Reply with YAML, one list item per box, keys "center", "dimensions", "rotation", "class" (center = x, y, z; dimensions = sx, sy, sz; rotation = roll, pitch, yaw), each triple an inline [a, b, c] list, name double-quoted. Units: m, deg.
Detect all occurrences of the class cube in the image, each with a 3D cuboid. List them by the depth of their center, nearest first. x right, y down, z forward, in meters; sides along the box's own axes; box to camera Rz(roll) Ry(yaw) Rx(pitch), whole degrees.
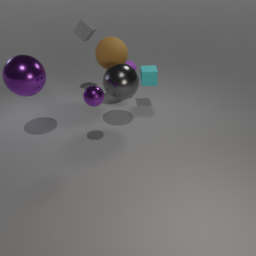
- center: [0.937, -2.349, 12.591]
  dimensions: [0.700, 0.700, 0.700]
  rotation: [-3, 35, -1]
  class: "cube"
- center: [-1.996, -4.551, 13.010]
  dimensions: [0.700, 0.700, 0.700]
  rotation: [41, 25, -9]
  class: "cube"

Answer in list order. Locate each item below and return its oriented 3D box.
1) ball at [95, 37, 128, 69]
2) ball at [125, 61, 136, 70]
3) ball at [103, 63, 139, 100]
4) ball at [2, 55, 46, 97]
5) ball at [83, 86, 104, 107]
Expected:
- center: [-0.709, -3.212, 12.089]
  dimensions: [1.400, 1.400, 1.400]
  rotation: [0, 29, 0]
  class: "ball"
- center: [0.045, -2.799, 13.161]
  dimensions: [0.700, 0.700, 0.700]
  rotation: [0, 29, 0]
  class: "ball"
- center: [-0.268, -1.773, 10.749]
  dimensions: [1.400, 1.400, 1.400]
  rotation: [0, 29, 0]
  class: "ball"
- center: [-3.501, -1.766, 9.507]
  dimensions: [1.400, 1.400, 1.400]
  rotation: [0, 29, 0]
  class: "ball"
- center: [-1.134, -1.054, 9.286]
  dimensions: [0.700, 0.700, 0.700]
  rotation: [0, 29, 0]
  class: "ball"
